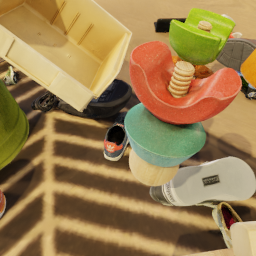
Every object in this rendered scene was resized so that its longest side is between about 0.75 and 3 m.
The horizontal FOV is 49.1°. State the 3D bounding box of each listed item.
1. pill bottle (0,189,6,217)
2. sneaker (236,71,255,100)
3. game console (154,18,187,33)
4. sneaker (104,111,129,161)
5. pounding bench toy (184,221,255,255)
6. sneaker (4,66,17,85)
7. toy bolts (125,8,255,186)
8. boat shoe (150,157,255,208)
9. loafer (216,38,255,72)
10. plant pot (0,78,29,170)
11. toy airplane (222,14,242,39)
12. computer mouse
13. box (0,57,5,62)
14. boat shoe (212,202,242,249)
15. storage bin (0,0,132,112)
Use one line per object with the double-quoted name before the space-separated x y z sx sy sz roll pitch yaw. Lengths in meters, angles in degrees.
"pill bottle" -3.062 1.152 5.293 0.977 1.741 0.977 0 47 0
"sneaker" 3.936 -1.125 8.128 2.297 0.902 1.024 29 60 34
"game console" 1.717 -4.176 10.961 1.316 1.157 0.766 -1 75 0
"sneaker" -0.178 0.030 7.068 0.605 0.682 1.614 9 47 9
"pounding bench toy" 1.519 2.604 3.240 1.723 2.774 2.164 -6 47 -5
"sneaker" -3.797 -1.672 8.930 0.375 0.325 0.846 -20 48 -8
"toy bolts" 0.852 -0.170 3.044 1.937 1.406 2.028 30 43 19
"boat shoe" 1.603 1.194 5.797 2.542 0.868 0.938 -6 75 -34
"loafer" 3.744 -2.064 8.025 2.553 0.918 0.804 16 35 19
"plant pot" -4.119 -0.701 6.259 2.977 2.867 2.977 0 48 0
"toy airplane" 3.466 -3.591 10.210 1.440 1.020 1.446 -7 47 -8
"computer mouse" -1.138 -0.864 7.972 2.760 0.728 1.911 8 47 22
"box" -4.576 -2.750 9.521 0.741 0.870 1.360 34 56 28
"boat shoe" 2.077 2.014 5.396 0.470 0.422 1.271 -19 50 -16
"storage bin" -1.427 -2.017 5.907 2.642 1.238 2.623 36 32 -17
